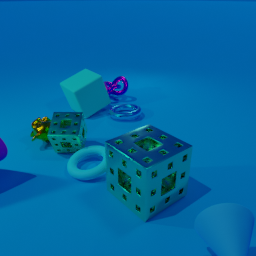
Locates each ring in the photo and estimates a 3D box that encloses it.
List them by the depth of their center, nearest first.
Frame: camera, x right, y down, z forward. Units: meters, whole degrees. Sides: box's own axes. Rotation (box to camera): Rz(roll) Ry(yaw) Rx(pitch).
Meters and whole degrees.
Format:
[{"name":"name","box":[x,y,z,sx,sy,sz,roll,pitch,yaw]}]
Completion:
[{"name":"ring","box":[-0.910,0.809,6.699,1.110,0.222,1.110,-10,33,6]},{"name":"ring","box":[-0.095,-0.561,9.491,1.148,0.230,1.148,-4,23,2]}]

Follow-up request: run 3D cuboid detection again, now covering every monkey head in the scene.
[{"name":"monkey head","box":[-2.383,0.139,7.931,0.714,0.852,1.184,52,31,16]}]

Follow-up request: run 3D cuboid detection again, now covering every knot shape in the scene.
[{"name":"knot shape","box":[-0.490,-1.551,10.708,1.110,0.548,1.186,-15,33,24]}]

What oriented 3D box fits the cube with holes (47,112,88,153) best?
[{"name":"cube with holes","box":[-1.540,0.122,7.299,0.772,0.772,0.772,1,53,4]}]

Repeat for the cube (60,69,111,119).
[{"name":"cube","box":[-1.444,-1.192,9.557,1.100,1.100,1.100,-35,40,-20]}]

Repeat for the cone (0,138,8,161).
[{"name":"cone","box":[-3.469,0.813,5.661,1.453,1.453,1.459,5,48,9]}]

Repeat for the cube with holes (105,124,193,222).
[{"name":"cube with holes","box":[0.395,0.845,5.749,1.224,1.224,1.224,-21,34,-34]}]

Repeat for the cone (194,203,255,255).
[{"name":"cone","box":[1.479,1.731,3.987,0.914,0.914,0.917,1,33,2]}]
